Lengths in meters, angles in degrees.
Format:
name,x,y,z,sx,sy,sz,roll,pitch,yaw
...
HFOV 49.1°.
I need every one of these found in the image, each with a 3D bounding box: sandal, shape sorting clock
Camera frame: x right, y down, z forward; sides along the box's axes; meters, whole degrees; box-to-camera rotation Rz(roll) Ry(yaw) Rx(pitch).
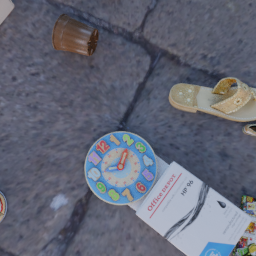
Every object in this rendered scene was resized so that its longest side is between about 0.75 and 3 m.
name,x,y,z,sx,sy,sz,roll,pitch,yaw
sandal,2.822,-0.944,8.023,3.176,1.045,1.164,5,68,1
shape sorting clock,-0.200,1.121,7.980,2.088,0.410,2.088,-1,77,3

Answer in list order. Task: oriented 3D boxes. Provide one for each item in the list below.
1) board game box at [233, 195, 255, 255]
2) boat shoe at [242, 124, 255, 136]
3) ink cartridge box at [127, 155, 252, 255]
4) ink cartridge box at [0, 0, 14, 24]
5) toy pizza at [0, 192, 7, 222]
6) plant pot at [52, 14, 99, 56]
name,x,y,z,sx,sy,sz,roll,pitch,yaw
board game box,3.504,2.796,7.818,0.864,0.193,1.649,13,79,1
boat shoe,3.951,0.094,8.251,1.032,0.353,0.386,5,79,1
ink cartridge box,1.402,2.126,7.464,2.994,1.016,1.737,35,81,10
ink cartridge box,-5.258,-4.019,8.679,2.565,1.063,1.883,33,82,5
toy pizza,-4.014,2.262,7.915,1.145,0.182,1.145,0,79,0
plant pot,-1.524,-2.709,8.385,1.084,1.095,1.095,21,80,8
